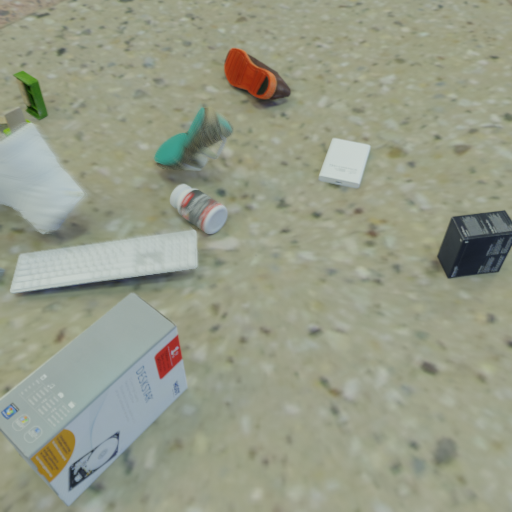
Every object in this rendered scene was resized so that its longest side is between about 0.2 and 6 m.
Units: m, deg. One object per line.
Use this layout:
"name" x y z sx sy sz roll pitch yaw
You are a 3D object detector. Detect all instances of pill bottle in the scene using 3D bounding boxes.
"pill bottle" -1.047 -0.858 10.059 0.988 0.572 0.572 34 57 26

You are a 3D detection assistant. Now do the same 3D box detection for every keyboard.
"keyboard" -2.465 0.091 9.186 3.015 0.161 0.849 -8 41 1

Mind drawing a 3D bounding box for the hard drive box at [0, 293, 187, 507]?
"hard drive box" -1.966 1.787 7.056 0.832 1.688 2.165 32 57 24

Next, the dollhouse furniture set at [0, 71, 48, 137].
"dollhouse furniture set" -5.485 -2.810 11.501 1.191 0.920 2.384 35 58 27

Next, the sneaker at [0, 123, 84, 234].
"sneaker" -4.190 -0.994 9.624 2.961 1.711 1.091 -12 33 42

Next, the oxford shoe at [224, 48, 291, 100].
"oxford shoe" -0.025 -4.129 12.910 0.795 0.780 2.191 2 37 -39

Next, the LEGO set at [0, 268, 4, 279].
"LEGO set" -6.224 0.137 8.841 3.953 1.120 2.567 -17 52 -14

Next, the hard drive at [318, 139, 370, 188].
"hard drive" 1.775 -1.864 11.188 0.796 0.159 1.208 14 51 11

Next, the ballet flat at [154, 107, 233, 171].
"ballet flat" -1.102 -1.973 10.226 0.842 2.236 0.758 26 66 -25

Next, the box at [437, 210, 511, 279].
"box" 3.600 -0.181 9.180 0.924 1.015 0.528 -7 50 -6
